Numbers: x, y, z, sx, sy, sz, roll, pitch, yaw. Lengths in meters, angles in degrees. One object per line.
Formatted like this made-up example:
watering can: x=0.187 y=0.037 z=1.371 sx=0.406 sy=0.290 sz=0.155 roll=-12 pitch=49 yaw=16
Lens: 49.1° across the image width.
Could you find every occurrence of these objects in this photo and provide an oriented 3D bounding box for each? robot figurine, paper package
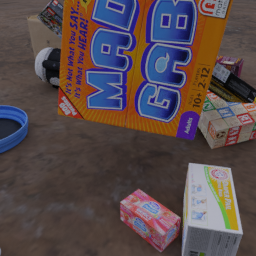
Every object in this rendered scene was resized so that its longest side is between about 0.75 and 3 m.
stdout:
robot figurine: x=-2.586 y=-2.403 z=11.489 sx=2.431 sy=1.826 sz=1.517 roll=14 pitch=57 yaw=7
paper package: x=-3.352 y=-4.095 z=13.447 sx=2.305 sy=2.419 sz=1.251 roll=7 pitch=32 yaw=13

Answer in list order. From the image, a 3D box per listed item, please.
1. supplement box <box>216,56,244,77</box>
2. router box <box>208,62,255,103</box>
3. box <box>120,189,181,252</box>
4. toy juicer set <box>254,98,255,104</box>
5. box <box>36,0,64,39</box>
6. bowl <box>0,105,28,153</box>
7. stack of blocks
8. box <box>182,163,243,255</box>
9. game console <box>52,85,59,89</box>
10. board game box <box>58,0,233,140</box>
supplement box: x=4.053 y=-2.727 z=12.703 sx=2.002 sy=0.857 sz=1.105 roll=16 pitch=35 yaw=24
router box: x=2.458 y=-1.147 z=7.305 sx=1.422 sy=0.371 sz=1.118 roll=29 pitch=-1 yaw=-16
box: x=0.426 y=1.809 z=5.601 sx=0.579 sy=0.534 sz=1.128 roll=-27 pitch=40 yaw=-36
toy juicer set: x=4.387 y=-0.531 z=9.318 sx=2.460 sy=0.669 sz=1.565 roll=10 pitch=28 yaw=37
box: x=-2.343 y=-3.871 z=10.969 sx=1.525 sy=2.233 sz=0.421 roll=5 pitch=61 yaw=57
bowl: x=-4.304 y=0.072 z=8.494 sx=2.478 sy=0.486 sz=2.478 roll=0 pitch=31 yaw=0
stack of blocks: x=2.806 y=-0.759 z=8.784 sx=1.567 sy=0.797 sz=2.721 roll=-13 pitch=47 yaw=-6
box: x=1.571 y=1.610 z=5.501 sx=0.884 sy=0.981 sz=1.745 roll=6 pitch=31 yaw=9
game console: x=-2.773 y=-1.982 z=12.179 sx=0.725 sy=0.148 sz=1.228 roll=13 pitch=34 yaw=20
board game box: x=0.291 y=-1.697 z=5.908 sx=2.652 sy=2.652 sz=2.654 roll=11 pitch=24 yaw=2
